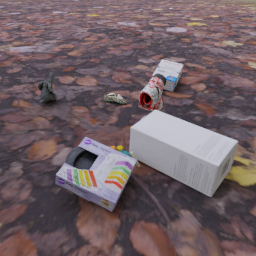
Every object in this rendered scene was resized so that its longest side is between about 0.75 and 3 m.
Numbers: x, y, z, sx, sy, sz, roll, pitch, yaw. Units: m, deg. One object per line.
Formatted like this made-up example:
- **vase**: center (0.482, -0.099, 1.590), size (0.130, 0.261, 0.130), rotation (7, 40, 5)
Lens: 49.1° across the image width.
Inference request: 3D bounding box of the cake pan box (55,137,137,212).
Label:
- **cake pan box**: center (-0.710, 0.978, 6.404), size (1.490, 0.390, 1.372), rotation (24, 41, 9)

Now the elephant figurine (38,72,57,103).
- **elephant figurine**: center (-3.002, -1.505, 10.346), size (0.679, 0.960, 0.745), rotation (-10, 26, -23)

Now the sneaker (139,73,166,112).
- **sneaker**: center (0.711, -0.832, 8.846), size (0.589, 1.763, 0.945), rotation (30, 62, 16)

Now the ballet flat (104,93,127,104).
- **ballet flat**: center (-0.483, -1.116, 10.457), size (0.917, 0.345, 0.311), rotation (11, 22, 17)

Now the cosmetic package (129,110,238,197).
- **cosmetic package**: center (1.322, 0.513, 7.049), size (2.366, 1.004, 1.273), rotation (24, 39, 32)

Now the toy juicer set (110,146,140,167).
- **toy juicer set**: center (-0.088, 0.674, 7.285), size (0.890, 0.566, 0.242), rotation (10, 39, 17)

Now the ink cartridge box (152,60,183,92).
- **ink cartridge box**: center (1.650, -2.210, 11.705), size (0.980, 0.566, 1.343), rotation (19, 47, 14)
